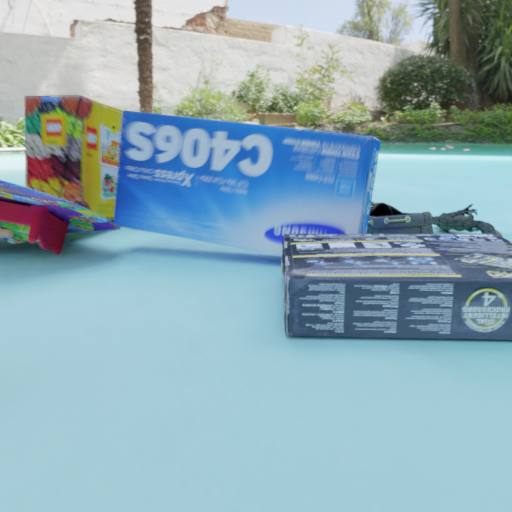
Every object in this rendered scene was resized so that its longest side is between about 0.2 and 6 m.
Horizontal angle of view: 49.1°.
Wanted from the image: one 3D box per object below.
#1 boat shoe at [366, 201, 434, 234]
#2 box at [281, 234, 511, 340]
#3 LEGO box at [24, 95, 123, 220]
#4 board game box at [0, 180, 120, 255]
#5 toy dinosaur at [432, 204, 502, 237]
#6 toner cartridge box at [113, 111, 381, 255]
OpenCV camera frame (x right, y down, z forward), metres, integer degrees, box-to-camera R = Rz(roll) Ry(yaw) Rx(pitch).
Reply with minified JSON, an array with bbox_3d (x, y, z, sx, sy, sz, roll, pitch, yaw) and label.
[{"bbox_3d":[2.513,-0.631,11.095,1.043,0.873,2.920,-5,14,-20],"label":"boat shoe"},{"bbox_3d":[1.983,0.276,7.369,3.281,0.806,2.645,0,12,1],"label":"box"},{"bbox_3d":[-3.724,-2.111,12.892,1.315,2.537,3.407,3,6,13],"label":"LEGO box"},{"bbox_3d":[-4.771,-0.520,10.066,3.640,0.897,4.608,19,-12,-41],"label":"board game box"},{"bbox_3d":[4.338,-0.790,12.631,2.424,0.575,1.068,5,20,36],"label":"toy dinosaur"},{"bbox_3d":[-0.268,-1.261,9.940,4.534,2.153,0.979,10,11,17],"label":"toner cartridge box"}]
